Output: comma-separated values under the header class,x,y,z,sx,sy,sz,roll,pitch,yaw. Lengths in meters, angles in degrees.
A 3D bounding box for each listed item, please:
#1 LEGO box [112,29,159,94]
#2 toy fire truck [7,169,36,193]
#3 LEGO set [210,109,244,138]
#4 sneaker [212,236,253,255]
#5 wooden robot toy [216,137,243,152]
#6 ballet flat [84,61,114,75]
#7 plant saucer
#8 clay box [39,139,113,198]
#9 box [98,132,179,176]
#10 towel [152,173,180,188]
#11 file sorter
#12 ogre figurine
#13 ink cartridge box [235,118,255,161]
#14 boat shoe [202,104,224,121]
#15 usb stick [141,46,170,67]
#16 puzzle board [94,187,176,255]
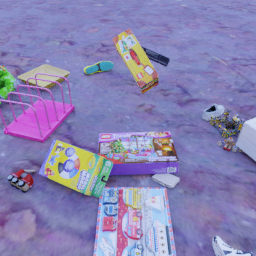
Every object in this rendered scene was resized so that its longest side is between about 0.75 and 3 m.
class,x,y,z,sx,sy,sz,roll,pitch,yaw
LEGO box,0.285,-2.091,9.065,0.676,1.305,1.752,-30,84,4
toy fire truck,-3.241,1.560,8.889,0.743,0.543,0.844,19,51,24
LEGO set,3.910,-0.295,11.088,1.023,0.771,1.330,-7,37,-9
sneaker,2.623,3.075,6.801,0.732,0.449,1.125,-13,38,-19
wooden robot toy,3.736,0.571,10.193,0.979,0.444,0.431,21,41,26
ballet flat,-1.645,-3.350,15.471,1.719,0.574,0.576,-19,21,-20
plant saucer,-4.274,-2.548,14.407,1.923,0.466,1.922,21,42,26
clay box,-1.616,1.233,8.681,2.130,0.507,1.224,16,78,25
box,0.287,0.829,9.683,2.647,0.517,1.811,-2,32,-2
towel,1.220,1.633,8.989,0.784,0.135,0.519,23,39,35
file sorter,-3.624,-0.963,11.283,1.791,1.616,2.577,11,38,15
ogre figurine,-6.143,-2.049,13.115,1.673,1.369,2.791,-38,33,-17
ink cartridge box,5.496,0.378,9.737,2.727,1.137,1.979,-17,43,-26
boat shoe,3.695,-0.756,11.957,1.345,0.479,0.469,-28,45,-32
usb stick,1.045,-3.137,12.145,1.596,0.260,0.443,23,71,0
puzzle board,0.172,2.629,7.589,2.040,0.236,2.707,0,37,0
